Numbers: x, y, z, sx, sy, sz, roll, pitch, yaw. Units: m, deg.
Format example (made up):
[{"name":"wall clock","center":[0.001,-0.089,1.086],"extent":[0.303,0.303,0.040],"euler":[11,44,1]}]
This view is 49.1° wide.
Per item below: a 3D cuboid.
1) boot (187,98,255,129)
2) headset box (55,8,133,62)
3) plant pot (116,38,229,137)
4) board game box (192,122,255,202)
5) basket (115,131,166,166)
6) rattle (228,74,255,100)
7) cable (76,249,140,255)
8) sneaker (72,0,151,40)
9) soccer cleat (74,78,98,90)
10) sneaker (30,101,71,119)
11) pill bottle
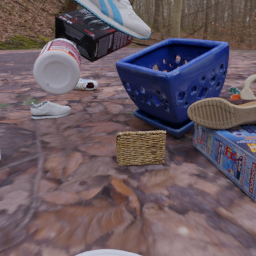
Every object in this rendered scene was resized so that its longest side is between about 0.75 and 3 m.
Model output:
[{"name":"boot","center":[2.486,-0.367,6.868],"extent":[1.962,0.710,1.632],"euler":[0,4,15]},{"name":"headset box","center":[-0.968,-3.171,9.064],"extent":[1.652,0.857,2.220],"euler":[35,49,20]},{"name":"plant pot","center":[1.407,-1.246,8.542],"extent":[2.472,2.223,2.472],"euler":[-31,35,-25]},{"name":"board game box","center":[3.029,0.535,6.131],"extent":[2.726,0.841,2.724],"euler":[1,19,2]},{"name":"basket","center":[0.279,0.344,6.681],"extent":[1.145,0.853,0.817],"euler":[-3,20,-6]},{"name":"rattle","center":[5.131,-1.517,12.176],"extent":[2.008,1.307,1.434],"euler":[-25,11,1]},{"name":"cable","center":[-0.233,1.899,2.703],"extent":[1.613,0.558,1.612],"euler":[11,22,29]},{"name":"sneaker","center":[-0.365,-2.539,5.513],"extent":[2.168,0.876,0.830],"euler":[32,11,-17]},{"name":"soccer cleat","center":[-2.394,-2.243,14.395],"extent":[1.692,0.591,0.730],"euler":[1,20,2]},{"name":"sneaker","center":[-2.742,-0.686,10.028],"extent":[1.428,0.575,0.545],"euler":[-9,19,-28]},{"name":"pill bottle","center":[-1.841,-1.751,7.570],"extent":[1.113,1.113,2.031],"euler":[-2,29,-7]}]
